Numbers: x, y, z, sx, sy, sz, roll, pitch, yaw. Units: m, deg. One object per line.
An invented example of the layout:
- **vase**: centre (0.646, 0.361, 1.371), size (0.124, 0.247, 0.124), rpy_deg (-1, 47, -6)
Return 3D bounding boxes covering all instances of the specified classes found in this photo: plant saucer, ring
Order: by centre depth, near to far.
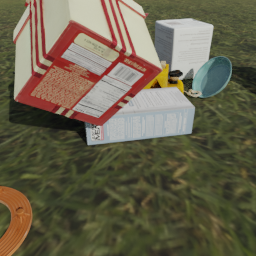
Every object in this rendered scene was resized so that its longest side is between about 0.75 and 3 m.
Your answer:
- **ring**: centre (-2.904, 1.785, 5.136), size (2.190, 0.210, 2.190), rpy_deg (-1, 31, 0)
- **plant saucer**: centre (3.075, -1.784, 10.129), size (0.301, 1.672, 1.672), rpy_deg (28, 17, -31)

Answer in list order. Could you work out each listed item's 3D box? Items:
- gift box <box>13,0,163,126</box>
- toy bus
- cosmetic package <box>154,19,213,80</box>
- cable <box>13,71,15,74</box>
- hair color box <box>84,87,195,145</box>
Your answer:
- **gift box**: centre (-0.797, -1.922, 6.082), size (2.527, 2.738, 2.557), rpy_deg (22, 42, -42)
- **toy bus**: centre (1.167, -1.767, 10.071), size (2.331, 1.204, 2.199), rpy_deg (-22, 36, -30)
- **cosmetic package**: centre (2.242, -3.362, 11.865), size (1.762, 2.118, 1.773), rpy_deg (-11, 32, -17)
- **cable**: centre (-4.672, -2.493, 12.306), size (0.764, 0.194, 0.623), rpy_deg (19, 36, 28)
- **hair color box**: centre (0.221, -0.413, 8.127), size (2.987, 0.906, 1.479), rpy_deg (-5, 31, -11)
